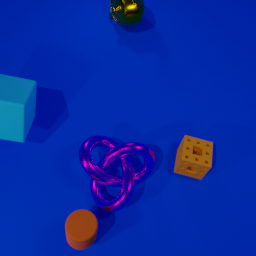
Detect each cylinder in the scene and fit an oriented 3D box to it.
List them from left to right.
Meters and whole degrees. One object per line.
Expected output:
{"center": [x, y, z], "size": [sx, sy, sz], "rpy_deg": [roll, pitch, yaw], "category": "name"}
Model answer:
{"center": [-1.139, 2.491, 6.863], "size": [0.757, 0.757, 0.757], "rpy_deg": [5, 51, -6], "category": "cylinder"}

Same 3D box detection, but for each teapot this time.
{"center": [-0.065, -3.900, 9.048], "size": [0.979, 1.999, 1.243], "rpy_deg": [-25, 107, -26], "category": "teapot"}

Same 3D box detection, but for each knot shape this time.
{"center": [-0.443, 0.982, 7.418], "size": [1.924, 0.950, 2.056], "rpy_deg": [44, 83, 2], "category": "knot shape"}

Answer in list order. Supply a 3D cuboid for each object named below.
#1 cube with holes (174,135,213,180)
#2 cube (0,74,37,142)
{"center": [1.772, 0.806, 7.610], "size": [0.777, 0.777, 0.777], "rpy_deg": [15, 55, 2], "category": "cube with holes"}
{"center": [-3.281, -0.559, 7.582], "size": [1.267, 1.267, 1.267], "rpy_deg": [10, 37, -9], "category": "cube"}
